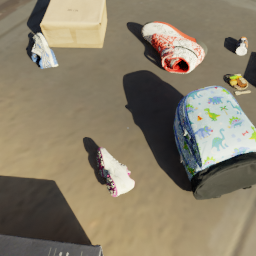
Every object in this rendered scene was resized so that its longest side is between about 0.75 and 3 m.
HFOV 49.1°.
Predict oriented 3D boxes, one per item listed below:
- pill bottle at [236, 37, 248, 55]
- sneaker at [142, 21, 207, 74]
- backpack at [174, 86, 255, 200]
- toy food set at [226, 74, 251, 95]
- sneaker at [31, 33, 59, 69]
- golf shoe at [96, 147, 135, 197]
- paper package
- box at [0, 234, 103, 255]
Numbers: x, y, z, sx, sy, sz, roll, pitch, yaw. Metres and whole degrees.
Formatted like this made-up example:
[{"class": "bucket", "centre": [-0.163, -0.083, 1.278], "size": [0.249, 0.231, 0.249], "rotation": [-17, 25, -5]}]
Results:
[{"class": "pill bottle", "centre": [4.449, -3.219, 10.918], "size": [0.404, 0.404, 0.761], "rotation": [15, 56, 11]}, {"class": "sneaker", "centre": [1.426, -3.003, 10.432], "size": [2.775, 0.927, 1.487], "rotation": [30, 57, 17]}, {"class": "backpack", "centre": [2.342, 0.207, 7.660], "size": [2.234, 2.105, 2.738], "rotation": [-14, 42, -1]}, {"class": "toy food set", "centre": [3.910, -1.609, 9.877], "size": [0.662, 0.192, 0.959], "rotation": [-9, 54, -6]}, {"class": "sneaker", "centre": [-3.320, -2.904, 10.532], "size": [0.783, 0.708, 1.838], "rotation": [-27, 58, -14]}, {"class": "golf shoe", "centre": [-0.374, 1.141, 7.623], "size": [0.722, 0.594, 1.578], "rotation": [-9, 48, -25]}, {"class": "paper package", "centre": [-2.059, -4.315, 11.245], "size": [2.253, 1.165, 2.147], "rotation": [2, 54, 2]}, {"class": "box", "centre": [-1.904, 3.626, 5.197], "size": [2.511, 1.436, 2.758], "rotation": [7, 50, 4]}]
